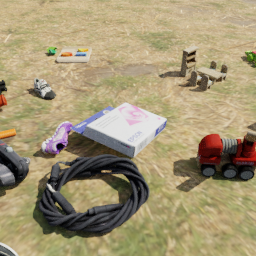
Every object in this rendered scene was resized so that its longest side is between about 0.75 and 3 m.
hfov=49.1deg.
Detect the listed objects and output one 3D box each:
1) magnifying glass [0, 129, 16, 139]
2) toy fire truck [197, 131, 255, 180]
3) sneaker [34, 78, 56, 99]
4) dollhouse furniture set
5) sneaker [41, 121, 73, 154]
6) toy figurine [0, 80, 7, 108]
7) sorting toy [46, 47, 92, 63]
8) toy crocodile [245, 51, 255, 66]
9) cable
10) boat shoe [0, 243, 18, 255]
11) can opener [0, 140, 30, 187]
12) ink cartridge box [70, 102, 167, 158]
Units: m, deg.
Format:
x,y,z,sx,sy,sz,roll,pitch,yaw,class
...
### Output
x,y,z,sx,sy,sz,roll,pitch,yaw,class
-4.781,0.393,9.233,2.058,0.230,0.819,-17,39,-18,magnifying glass
2.821,0.544,7.631,1.612,1.832,1.178,4,36,5,toy fire truck
-3.523,-1.671,11.653,1.406,0.622,0.521,29,44,32,sneaker
3.364,-2.764,12.585,1.624,1.231,1.853,-29,46,-33,dollhouse furniture set
-2.110,0.355,8.889,0.580,0.528,1.313,17,53,25,sneaker
-5.575,-1.711,10.511,1.454,2.057,2.090,-17,39,-12,toy figurine
-3.239,-4.000,14.979,2.441,0.359,1.805,0,37,-1,sorting toy
6.637,-3.586,14.248,0.627,0.573,1.857,-8,37,-10,toy crocodile
-0.836,1.602,7.157,2.760,0.701,2.252,5,37,6,cable
-2.904,2.666,5.978,1.248,0.472,0.376,4,34,25,boat shoe
-3.657,0.768,8.088,1.004,0.809,2.554,5,22,-49,can opener
-0.249,-0.151,9.255,2.390,0.518,2.347,24,33,21,ink cartridge box
